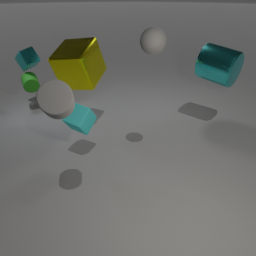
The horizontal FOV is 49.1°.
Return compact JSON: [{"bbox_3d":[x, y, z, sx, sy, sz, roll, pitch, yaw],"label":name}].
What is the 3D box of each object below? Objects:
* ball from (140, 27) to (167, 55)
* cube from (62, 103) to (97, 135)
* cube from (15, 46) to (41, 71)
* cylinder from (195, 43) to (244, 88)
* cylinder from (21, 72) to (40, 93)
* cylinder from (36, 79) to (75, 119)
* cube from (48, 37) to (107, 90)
[{"bbox_3d":[0.663,-2.280,7.345,0.700,0.700,0.700,0,28,0],"label":"ball"},{"bbox_3d":[-1.546,-0.297,9.011,0.700,0.700,0.700,21,74,22],"label":"cube"},{"bbox_3d":[-4.406,-3.024,12.288,0.700,0.700,0.700,-39,12,-35],"label":"cube"},{"bbox_3d":[3.569,-2.462,10.962,1.400,1.400,1.400,28,38,30],"label":"cylinder"},{"bbox_3d":[-4.381,-2.051,12.556,0.700,0.700,0.700,-12,43,-22],"label":"cylinder"},{"bbox_3d":[-1.452,-0.561,5.704,0.700,0.700,0.700,-4,-5,-8],"label":"cylinder"},{"bbox_3d":[-1.836,-2.381,10.461,1.400,1.400,1.400,4,48,23],"label":"cube"}]
